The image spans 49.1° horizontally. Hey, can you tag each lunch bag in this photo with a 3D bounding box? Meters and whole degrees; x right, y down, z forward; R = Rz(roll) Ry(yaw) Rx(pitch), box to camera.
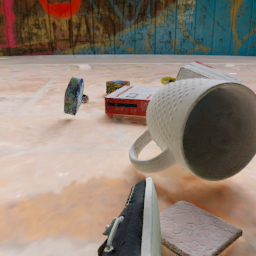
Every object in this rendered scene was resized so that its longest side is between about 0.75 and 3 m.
[{"bbox_3d":[-1.937,-1.166,10.119,0.520,1.261,1.014,14,44,-3],"label":"lunch bag"}]

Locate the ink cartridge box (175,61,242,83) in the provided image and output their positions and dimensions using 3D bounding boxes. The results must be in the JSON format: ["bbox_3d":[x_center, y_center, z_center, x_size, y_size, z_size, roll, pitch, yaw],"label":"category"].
[{"bbox_3d":[3.123,-1.583,10.979,2.164,1.256,2.999,27,25,15],"label":"ink cartridge box"}]

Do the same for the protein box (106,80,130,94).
[{"bbox_3d":[-0.523,-2.134,14.645,0.917,0.623,0.923,15,24,39],"label":"protein box"}]

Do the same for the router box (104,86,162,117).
[{"bbox_3d":[0.656,-1.158,11.559,2.474,0.673,2.756,5,19,16],"label":"router box"}]

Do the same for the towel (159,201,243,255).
[{"bbox_3d":[0.934,1.523,4.168,1.063,0.179,1.113,-16,24,-39],"label":"towel"}]

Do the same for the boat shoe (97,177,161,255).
[{"bbox_3d":[0.005,1.403,3.205,0.754,0.946,2.501,-9,17,8],"label":"boat shoe"}]

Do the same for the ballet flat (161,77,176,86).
[{"bbox_3d":[2.634,-2.635,16.382,1.748,0.584,0.586,12,35,27],"label":"ballet flat"}]

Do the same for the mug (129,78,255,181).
[{"bbox_3d":[1.184,0.043,6.357,2.687,1.984,2.356,-37,23,-8],"label":"mug"}]

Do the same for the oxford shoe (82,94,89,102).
[{"bbox_3d":[-2.193,-1.454,13.095,1.072,0.309,0.403,14,26,42],"label":"oxford shoe"}]
